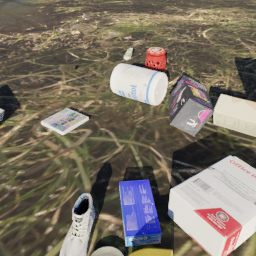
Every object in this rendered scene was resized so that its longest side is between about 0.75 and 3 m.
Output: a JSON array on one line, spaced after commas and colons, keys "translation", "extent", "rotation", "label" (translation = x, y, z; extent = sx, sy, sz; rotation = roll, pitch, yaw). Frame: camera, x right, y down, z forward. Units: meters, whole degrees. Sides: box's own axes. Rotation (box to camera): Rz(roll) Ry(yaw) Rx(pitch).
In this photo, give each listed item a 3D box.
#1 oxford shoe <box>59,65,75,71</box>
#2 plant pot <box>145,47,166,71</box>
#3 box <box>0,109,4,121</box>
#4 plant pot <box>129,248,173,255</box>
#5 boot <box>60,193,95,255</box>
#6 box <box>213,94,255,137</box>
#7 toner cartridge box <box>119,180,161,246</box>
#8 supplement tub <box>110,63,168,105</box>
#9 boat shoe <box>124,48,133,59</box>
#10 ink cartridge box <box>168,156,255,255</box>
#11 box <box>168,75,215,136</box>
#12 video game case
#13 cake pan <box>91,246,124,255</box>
[{"translation": [-3.332, -3.247, 15.289], "extent": [0.886, 0.316, 0.316], "rotation": [-6, 10, -15], "label": "oxford shoe"}, {"translation": [1.541, -3.797, 15.384], "extent": [1.159, 1.055, 1.159], "rotation": [1, 35, -1], "label": "plant pot"}, {"translation": [-5.989, -0.334, 9.781], "extent": [1.977, 0.498, 2.740], "rotation": [24, 26, -2], "label": "box"}, {"translation": [0.388, 2.916, 5.519], "extent": [0.872, 0.852, 0.846], "rotation": [4, 33, 19], "label": "plant pot"}, {"translation": [-1.164, 2.299, 6.397], "extent": [0.627, 0.815, 1.705], "rotation": [3, 34, 4], "label": "boot"}, {"translation": [4.244, -0.384, 10.057], "extent": [2.161, 1.026, 0.840], "rotation": [20, 69, 26], "label": "box"}, {"translation": [0.261, 2.084, 7.114], "extent": [0.837, 0.381, 1.763], "rotation": [-4, 33, -4], "label": "toner cartridge box"}, {"translation": [0.492, -1.916, 12.187], "extent": [2.176, 1.436, 1.436], "rotation": [19, 38, 27], "label": "supplement tub"}, {"translation": [0.020, -4.530, 17.056], "extent": [0.451, 0.389, 1.253], "rotation": [6, 34, 10], "label": "boat shoe"}, {"translation": [2.415, 1.835, 6.946], "extent": [2.319, 0.971, 1.673], "rotation": [-22, 39, -29], "label": "ink cartridge box"}, {"translation": [2.298, -0.884, 10.521], "extent": [1.088, 1.254, 2.052], "rotation": [26, 33, -11], "label": "box"}, {"translation": [-2.438, -0.281, 10.880], "extent": [1.242, 0.162, 1.364], "rotation": [23, 39, 30], "label": "video game case"}, {"translation": [-0.453, 2.948, 6.029], "extent": [0.799, 0.146, 0.799], "rotation": [0, 34, 0], "label": "cake pan"}]
